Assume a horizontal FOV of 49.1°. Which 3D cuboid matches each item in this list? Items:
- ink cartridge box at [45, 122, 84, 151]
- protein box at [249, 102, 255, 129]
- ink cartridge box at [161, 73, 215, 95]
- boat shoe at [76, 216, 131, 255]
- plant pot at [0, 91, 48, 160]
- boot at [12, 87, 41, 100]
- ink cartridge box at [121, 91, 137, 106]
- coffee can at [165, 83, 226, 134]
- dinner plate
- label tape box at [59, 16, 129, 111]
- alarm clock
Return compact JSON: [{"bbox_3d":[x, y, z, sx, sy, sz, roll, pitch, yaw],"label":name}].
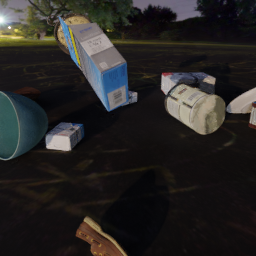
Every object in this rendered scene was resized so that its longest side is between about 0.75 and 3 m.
[{"bbox_3d":[-2.162,0.270,9.700,0.893,0.523,1.219,5,21,12],"label":"ink cartridge box"},{"bbox_3d":[5.819,-0.404,10.695,1.518,1.032,1.530,-9,23,-23],"label":"protein box"},{"bbox_3d":[3.367,-2.470,15.888,2.591,1.080,1.882,-3,22,-6],"label":"ink cartridge box"},{"bbox_3d":[-0.429,2.160,5.084,1.343,0.484,0.454,28,67,36],"label":"boat shoe"},{"bbox_3d":[-3.410,-0.139,8.911,2.078,2.078,1.399,16,16,35],"label":"plant pot"},{"bbox_3d":[-4.998,-1.426,13.678,2.678,0.923,2.874,10,19,20],"label":"boot"},{"bbox_3d":[-0.219,-1.554,14.377,0.859,0.503,1.172,18,29,39],"label":"ink cartridge box"},{"bbox_3d":[2.603,-0.824,11.098,1.531,1.531,2.092,-7,23,-18],"label":"coffee can"},{"bbox_3d":[5.539,-1.171,11.561,2.911,0.353,2.911,-13,-18,-4],"label":"dinner plate"},{"bbox_3d":[-0.885,-1.864,7.623,0.744,1.694,2.350,-28,65,-13],"label":"label tape box"},{"bbox_3d":[-2.380,-4.024,11.776,2.477,1.671,0.825,36,-7,8],"label":"alarm clock"}]
